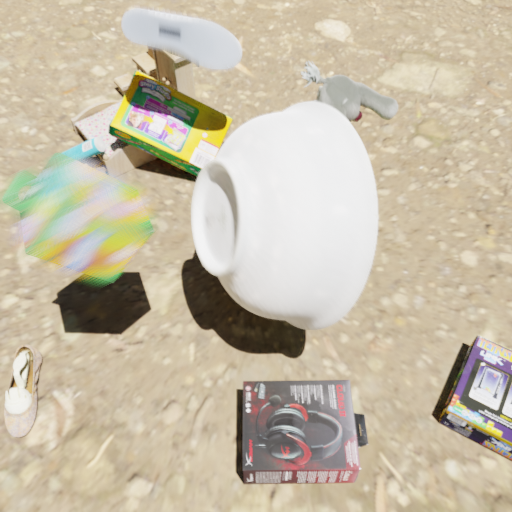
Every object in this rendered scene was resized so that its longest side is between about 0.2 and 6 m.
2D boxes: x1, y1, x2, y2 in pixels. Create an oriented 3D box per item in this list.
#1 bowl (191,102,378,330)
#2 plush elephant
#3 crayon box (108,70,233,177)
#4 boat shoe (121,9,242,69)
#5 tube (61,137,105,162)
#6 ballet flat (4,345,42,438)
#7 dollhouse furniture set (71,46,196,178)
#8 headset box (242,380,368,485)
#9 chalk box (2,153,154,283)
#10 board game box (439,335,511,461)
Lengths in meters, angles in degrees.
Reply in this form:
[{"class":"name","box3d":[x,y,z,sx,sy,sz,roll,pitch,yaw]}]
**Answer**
[{"class":"bowl","box3d":[0.072,-0.594,8.559,1.618,3.600,3.600,-2,49,-30]},{"class":"plush elephant","box3d":[1.425,-2.678,10.762,1.860,1.440,1.532,41,71,4]},{"class":"crayon box","box3d":[-1.925,-2.943,12.726,2.429,0.708,1.443,25,77,-11]},{"class":"boat shoe","box3d":[-1.412,-4.222,10.917,2.302,0.850,0.981,10,22,-8]},{"class":"tube","box3d":[-4.203,-2.383,13.120,1.448,0.365,0.561,-15,45,25]},{"class":"ballet flat","box3d":[-4.077,2.267,9.661,0.559,0.552,1.641,-7,53,-5]},{"class":"dollhouse furniture set","box3d":[-3.463,-3.853,13.566,3.767,1.839,3.213,-30,58,-21]},{"class":"headset box","box3d":[0.781,2.838,9.086,2.009,0.754,1.493,0,52,0]},{"class":"chalk box","box3d":[-2.507,-0.568,7.679,1.093,1.751,1.085,-49,45,19]},{"class":"board game box","box3d":[4.385,2.526,9.451,2.042,0.579,1.688,26,55,19]}]
